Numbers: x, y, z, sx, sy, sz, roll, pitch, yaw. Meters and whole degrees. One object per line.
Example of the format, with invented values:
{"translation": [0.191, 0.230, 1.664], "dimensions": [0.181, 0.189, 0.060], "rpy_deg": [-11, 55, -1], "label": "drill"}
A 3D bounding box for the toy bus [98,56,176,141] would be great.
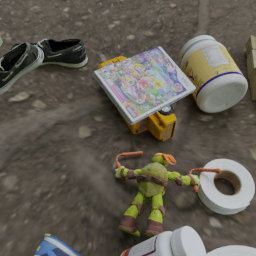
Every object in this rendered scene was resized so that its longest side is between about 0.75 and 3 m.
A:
{"translation": [0.240, -0.880, 8.512], "dimensions": [1.173, 0.975, 2.997], "rpy_deg": [-24, 59, -15], "label": "toy bus"}

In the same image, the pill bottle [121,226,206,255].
{"translation": [0.666, 2.659, 5.648], "dimensions": [1.673, 0.917, 0.917], "rpy_deg": [-37, 52, 28], "label": "pill bottle"}

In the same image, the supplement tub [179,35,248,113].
{"translation": [2.562, -1.710, 8.748], "dimensions": [1.534, 1.534, 2.110], "rpy_deg": [-11, 56, -8], "label": "supplement tub"}

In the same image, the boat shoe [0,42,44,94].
{"translation": [-2.020, -0.987, 4.606], "dimensions": [1.312, 0.418, 0.464], "rpy_deg": [-31, 73, 15], "label": "boat shoe"}

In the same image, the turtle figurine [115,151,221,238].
{"translation": [0.725, 1.472, 6.777], "dimensions": [2.789, 0.898, 2.249], "rpy_deg": [7, 59, 19], "label": "turtle figurine"}

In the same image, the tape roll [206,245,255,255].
{"translation": [2.239, 3.724, 5.420], "dimensions": [2.619, 0.916, 2.619], "rpy_deg": [0, 55, 0], "label": "tape roll"}

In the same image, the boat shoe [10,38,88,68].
{"translation": [-2.832, -2.789, 9.870], "dimensions": [2.750, 0.930, 0.988], "rpy_deg": [4, 57, 4], "label": "boat shoe"}

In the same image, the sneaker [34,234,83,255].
{"translation": [-1.147, 3.157, 5.919], "dimensions": [2.165, 0.800, 0.890], "rpy_deg": [23, 58, 25], "label": "sneaker"}

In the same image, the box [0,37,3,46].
{"translation": [-5.704, -3.364, 10.428], "dimensions": [1.786, 0.611, 0.734], "rpy_deg": [14, 57, 10], "label": "box"}

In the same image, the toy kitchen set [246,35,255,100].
{"translation": [5.183, -2.381, 8.750], "dimensions": [2.044, 2.260, 2.505], "rpy_deg": [6, 60, 3], "label": "toy kitchen set"}

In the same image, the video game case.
{"translation": [0.331, -0.816, 4.970], "dimensions": [1.565, 0.141, 1.121], "rpy_deg": [-28, 73, -30], "label": "video game case"}

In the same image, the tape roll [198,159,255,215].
{"translation": [2.491, 1.498, 7.201], "dimensions": [1.371, 0.479, 1.371], "rpy_deg": [0, 55, 0], "label": "tape roll"}
